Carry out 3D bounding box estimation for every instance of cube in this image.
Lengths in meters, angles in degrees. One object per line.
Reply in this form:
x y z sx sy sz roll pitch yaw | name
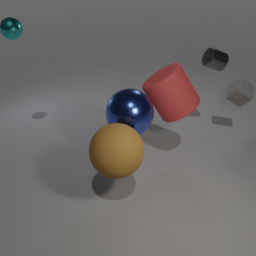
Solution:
4.329 -1.377 10.802 0.700 0.700 0.700 28 61 -13 | cube

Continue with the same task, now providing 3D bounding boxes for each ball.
0.049 -0.437 8.085 1.400 1.400 1.400 0 30 0 | ball
-0.289 0.577 7.107 1.400 1.400 1.400 0 30 0 | ball
-3.724 -3.160 8.940 0.700 0.700 0.700 0 30 0 | ball

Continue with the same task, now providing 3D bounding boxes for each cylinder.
3.225 -2.536 10.371 0.700 0.700 0.700 14 25 -21 | cylinder
1.395 -1.139 9.069 1.400 1.400 1.400 -31 19 12 | cylinder
